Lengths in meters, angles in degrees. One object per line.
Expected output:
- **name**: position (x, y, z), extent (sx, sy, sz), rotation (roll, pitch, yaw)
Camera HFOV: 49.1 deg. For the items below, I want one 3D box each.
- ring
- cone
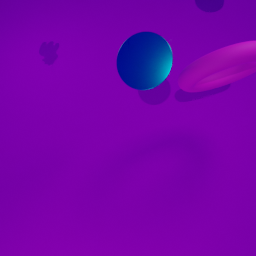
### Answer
- **ring**: position (2.052, -1.269, 6.059), extent (1.994, 1.994, 0.399), rotation (-15, 82, -7)
- **cone**: position (0.474, -1.312, 5.922), extent (1.125, 1.129, 1.125), rotation (1, 93, 18)
